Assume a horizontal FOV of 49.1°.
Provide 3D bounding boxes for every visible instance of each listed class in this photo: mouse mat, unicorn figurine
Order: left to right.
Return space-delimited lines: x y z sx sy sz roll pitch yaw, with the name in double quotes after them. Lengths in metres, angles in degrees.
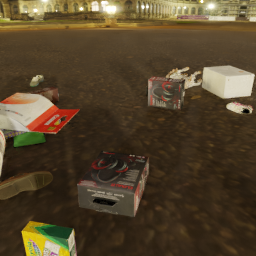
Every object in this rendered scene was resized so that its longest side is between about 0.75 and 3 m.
-3.447 0.310 9.765 1.060 0.050 1.318 -9 25 -19 "mouse mat"
3.181 -2.695 15.425 1.867 1.004 2.718 -29 22 -30 "unicorn figurine"

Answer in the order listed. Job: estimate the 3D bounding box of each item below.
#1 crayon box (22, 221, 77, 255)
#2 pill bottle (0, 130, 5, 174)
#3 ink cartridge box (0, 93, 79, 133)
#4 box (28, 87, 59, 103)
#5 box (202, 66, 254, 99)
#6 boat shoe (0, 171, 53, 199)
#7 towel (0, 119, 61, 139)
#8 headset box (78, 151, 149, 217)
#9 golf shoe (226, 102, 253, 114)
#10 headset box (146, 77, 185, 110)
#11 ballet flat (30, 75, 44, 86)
-1.316 2.093 4.784 0.813 0.942 0.275 5 25 11 "crayon box"
-3.879 0.845 6.977 1.375 1.375 2.485 -8 26 -16 "pill bottle"
-3.465 -0.613 10.273 2.719 0.682 2.205 3 25 13 "ink cartridge box"
-3.858 -1.431 12.828 1.295 0.648 0.485 -22 33 -40 "box"
5.050 -2.403 14.366 1.604 1.120 2.106 -6 25 -13 "box"
-2.611 1.312 7.035 1.361 0.490 0.463 -12 28 -26 "boat shoe"
-4.187 -0.161 10.468 2.901 0.330 2.083 -20 32 -36 "towel"
-0.311 1.324 6.773 1.343 0.678 1.807 6 25 14 "headset box"
4.699 -0.838 11.853 1.056 0.383 0.486 12 27 25 "golf shoe"
1.601 -1.546 12.347 1.683 1.251 0.631 10 27 20 "headset box"
-5.222 -2.748 15.967 0.453 0.428 1.344 4 25 9 "ballet flat"
